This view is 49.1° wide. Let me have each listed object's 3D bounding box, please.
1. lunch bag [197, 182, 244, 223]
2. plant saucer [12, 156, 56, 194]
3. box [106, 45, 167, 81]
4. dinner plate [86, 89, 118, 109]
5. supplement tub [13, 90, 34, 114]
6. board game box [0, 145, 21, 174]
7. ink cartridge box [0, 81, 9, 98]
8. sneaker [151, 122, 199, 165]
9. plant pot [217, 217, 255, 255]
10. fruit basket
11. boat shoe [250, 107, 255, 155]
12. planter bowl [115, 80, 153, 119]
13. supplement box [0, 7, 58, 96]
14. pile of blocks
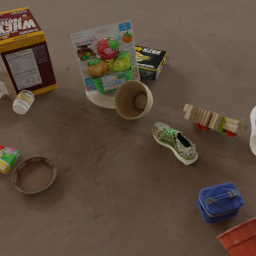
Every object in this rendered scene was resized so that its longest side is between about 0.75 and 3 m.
[{"bbox_3d":[2.767,2.266,8.599,1.328,0.879,0.902,-13,50,-13],"label":"lunch bag"},{"bbox_3d":[-3.177,1.633,9.590,1.473,0.254,1.473,1,49,-1],"label":"plant saucer"},{"bbox_3d":[0.363,-3.250,13.486,2.642,0.652,2.110,15,40,13],"label":"box"},{"bbox_3d":[-0.639,-1.864,12.686,2.578,0.313,2.578,0,50,0],"label":"dinner plate"},{"bbox_3d":[-4.382,-1.078,11.727,0.649,0.649,0.898,6,48,6],"label":"supplement tub"},{"bbox_3d":[-4.666,1.074,10.087,1.204,0.243,0.921,14,50,12],"label":"board game box"},{"bbox_3d":[-5.982,-1.734,12.227,1.332,0.776,0.450,14,50,12],"label":"ink cartridge box"},{"bbox_3d":[1.744,0.320,10.262,0.848,0.977,2.204,-32,56,-26],"label":"sneaker"},{"bbox_3d":[3.406,3.305,7.396,1.522,1.522,1.480,-16,59,-14],"label":"plant pot"},{"bbox_3d":[-0.821,-2.803,11.462,2.462,2.658,1.246,-14,43,-4],"label":"fruit basket"},{"bbox_3d":[5.154,0.163,10.576,0.782,0.828,2.307,24,48,-8],"label":"boat shoe"},{"bbox_3d":[0.369,-1.091,11.288,1.533,1.533,1.031,36,17,28],"label":"planter bowl"},{"bbox_3d":[-4.602,-3.286,12.287,1.809,2.724,2.687,-21,52,-18],"label":"supplement box"},{"bbox_3d":[3.314,-0.162,10.982,2.573,1.056,0.799,24,95,31],"label":"pile of blocks"}]
